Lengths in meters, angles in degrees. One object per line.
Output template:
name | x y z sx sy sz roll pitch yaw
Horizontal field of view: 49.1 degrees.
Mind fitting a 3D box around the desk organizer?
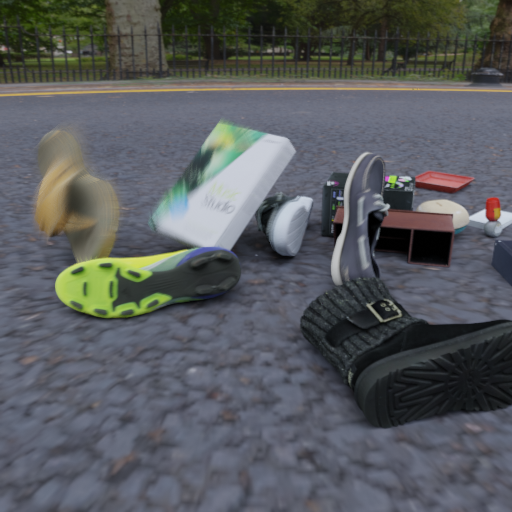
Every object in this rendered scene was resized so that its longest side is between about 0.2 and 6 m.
desk organizer | 2.382 -0.349 9.857 2.055 0.737 0.791 5 25 13

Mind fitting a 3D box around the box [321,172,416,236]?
box | 2.199 -0.980 10.970 1.685 1.047 1.251 6 21 16

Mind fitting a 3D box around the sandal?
sandal | -3.148 -0.944 9.048 0.943 1.403 3.493 1 37 -39

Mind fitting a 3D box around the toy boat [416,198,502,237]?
toy boat | 3.918 -0.663 10.817 1.611 0.749 1.354 -6 17 7

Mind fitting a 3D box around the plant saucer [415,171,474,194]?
plant saucer | 4.735 -1.866 14.300 1.246 0.229 1.243 16 27 36

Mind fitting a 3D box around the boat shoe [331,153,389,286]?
boat shoe | 1.764 -0.559 8.530 0.712 2.269 0.824 -2 -24 43

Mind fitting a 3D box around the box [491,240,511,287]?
box | 4.392 0.108 9.036 0.828 0.473 0.910 1 22 2

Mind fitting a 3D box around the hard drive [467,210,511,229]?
hard drive | 4.896 -0.755 11.642 0.698 0.141 1.059 20 30 41

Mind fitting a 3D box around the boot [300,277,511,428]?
boot | 1.891 0.907 6.430 2.461 0.926 1.840 -6 22 -13

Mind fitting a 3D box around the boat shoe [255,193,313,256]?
boat shoe | 0.430 -0.626 10.308 0.935 0.950 2.636 12 13 9

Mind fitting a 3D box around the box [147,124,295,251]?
box | -0.611 -1.166 9.557 1.675 0.422 2.321 21 71 38

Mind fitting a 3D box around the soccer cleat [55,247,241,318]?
soccer cleat | -1.520 0.374 8.188 2.626 0.849 1.098 -7 3 -14
